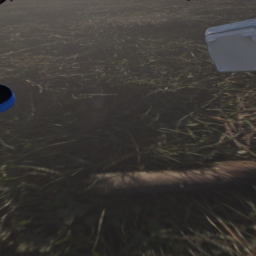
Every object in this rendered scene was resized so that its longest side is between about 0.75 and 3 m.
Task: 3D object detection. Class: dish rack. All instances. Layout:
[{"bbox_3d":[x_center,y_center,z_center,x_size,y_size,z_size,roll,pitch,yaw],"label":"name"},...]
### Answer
[{"bbox_3d":[3.164,-2.234,8.167,1.887,1.620,0.411,11,54,51],"label":"dish rack"}]

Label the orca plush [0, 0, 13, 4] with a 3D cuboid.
[{"bbox_3d":[-1.996,-1.864,3.875,0.848,0.446,0.301,-15,34,8],"label":"orca plush"}]

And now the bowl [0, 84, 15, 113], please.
[{"bbox_3d":[-3.382,-0.744,6.892,1.130,0.222,1.130,7,38,-5],"label":"bowl"}]
